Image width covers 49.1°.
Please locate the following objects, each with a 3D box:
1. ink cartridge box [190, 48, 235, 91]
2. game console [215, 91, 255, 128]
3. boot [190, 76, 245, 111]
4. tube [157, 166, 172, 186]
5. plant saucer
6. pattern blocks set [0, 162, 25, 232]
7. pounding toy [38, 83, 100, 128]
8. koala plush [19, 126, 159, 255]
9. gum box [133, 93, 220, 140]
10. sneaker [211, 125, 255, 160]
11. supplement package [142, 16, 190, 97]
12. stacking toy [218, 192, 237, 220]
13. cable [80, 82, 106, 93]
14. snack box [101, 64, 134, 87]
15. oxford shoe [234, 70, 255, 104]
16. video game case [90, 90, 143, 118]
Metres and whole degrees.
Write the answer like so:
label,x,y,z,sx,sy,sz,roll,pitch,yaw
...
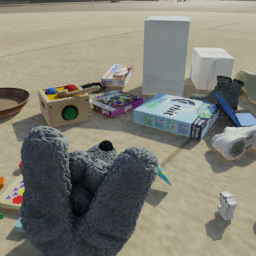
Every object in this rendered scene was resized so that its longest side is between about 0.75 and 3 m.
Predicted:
label,x,y,z,sx,sy,sz,roll,pitch,yaw
ink cartridge box,3.591,-2.553,12.148,1.366,1.402,2.181,1,29,1
game console,3.555,-0.538,8.808,1.300,0.901,1.523,-2,29,-2
boot,3.156,-1.331,10.005,1.823,1.191,0.617,17,29,30
tube,0.653,0.925,6.206,0.227,0.349,0.901,-42,58,-1
plant saucer,-4.696,-0.858,9.939,2.417,0.442,2.417,0,28,0
pattern blocks set,-2.072,1.322,6.032,1.879,0.173,2.138,10,29,19
pounding toy,-1.933,-0.900,9.141,1.610,1.243,1.749,-14,31,-24
koala plush,-0.655,1.053,5.141,2.102,2.179,2.371,13,8,2
gum box,1.597,-0.462,9.098,2.231,0.497,1.896,15,29,27
sneaker,3.100,0.192,7.639,1.927,0.751,0.958,-12,26,-24
supplement package,1.507,-2.881,11.175,1.678,2.861,1.673,5,28,10
stacking toy,2.761,1.776,4.834,1.596,0.498,2.117,-6,29,-11
cable,-1.511,-1.769,11.856,1.112,0.282,0.907,3,28,8
snack box,-0.424,-2.486,13.011,1.038,0.351,2.887,4,25,7
oxford shoe,5.019,-1.583,10.919,0.758,0.987,2.624,21,24,-15
video game case,-0.511,-0.931,10.232,1.481,0.293,1.634,24,36,38
